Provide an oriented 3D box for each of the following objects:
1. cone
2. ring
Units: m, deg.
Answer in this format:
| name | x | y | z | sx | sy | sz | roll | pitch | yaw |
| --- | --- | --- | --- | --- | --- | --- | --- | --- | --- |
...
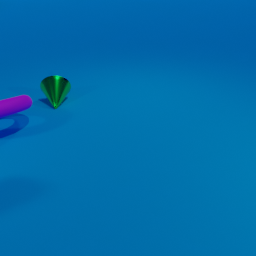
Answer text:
| name | x | y | z | sx | sy | sz | roll | pitch | yaw |
| --- | --- | --- | --- | --- | --- | --- | --- | --- | --- |
| cone | -2.387 | -1.000 | 9.254 | 1.031 | 1.031 | 1.035 | -4 | 54 | -9 |
| ring | -3.579 | -0.485 | 7.487 | 1.999 | 0.400 | 1.999 | -13 | 12 | 3 |
